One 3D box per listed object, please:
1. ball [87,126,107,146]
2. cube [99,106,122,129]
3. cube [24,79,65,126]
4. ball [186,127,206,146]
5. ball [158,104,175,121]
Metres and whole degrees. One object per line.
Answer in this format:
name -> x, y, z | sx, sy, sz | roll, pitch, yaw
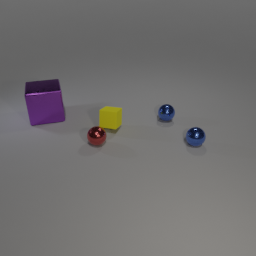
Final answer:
ball -> -1.120, 0.282, 10.052 | 0.700, 0.700, 0.700 | 0, 31, 0
cube -> -0.669, -0.408, 10.899 | 0.700, 0.700, 0.700 | 7, 18, 16
cube -> -3.471, -1.106, 11.734 | 1.400, 1.400, 1.400 | -8, 32, -14
ball -> 2.430, 0.312, 10.056 | 0.700, 0.700, 0.700 | 0, 31, 0
ball -> 1.589, -0.638, 11.570 | 0.700, 0.700, 0.700 | 0, 31, 0
